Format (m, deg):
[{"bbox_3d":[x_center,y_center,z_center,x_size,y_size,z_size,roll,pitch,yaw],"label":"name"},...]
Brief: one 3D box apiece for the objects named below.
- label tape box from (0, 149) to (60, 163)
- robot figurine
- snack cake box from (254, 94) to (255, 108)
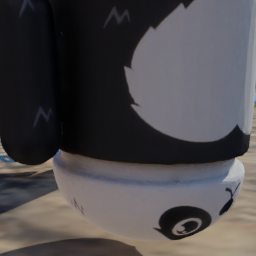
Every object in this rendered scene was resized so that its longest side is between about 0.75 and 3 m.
[{"bbox_3d":[-1.586,0.336,4.539,0.922,0.305,0.660,-4,-16,-13],"label":"label tape box"},{"bbox_3d":[0.208,-0.462,2.395,2.079,2.767,1.727,2,8,-1],"label":"robot figurine"},{"bbox_3d":[4.033,-1.197,10.894,1.552,0.907,2.700,47,32,21],"label":"snack cake box"}]
